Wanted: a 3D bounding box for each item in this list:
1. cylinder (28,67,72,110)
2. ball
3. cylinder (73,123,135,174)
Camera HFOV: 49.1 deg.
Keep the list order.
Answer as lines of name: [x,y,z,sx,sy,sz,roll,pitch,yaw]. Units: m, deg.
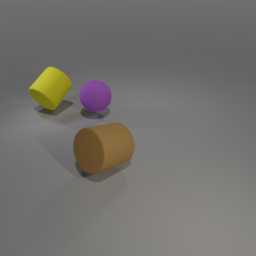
cylinder: [-3.483,-1.773,12.635,1.400,1.400,1.400,17,62,28]
ball: [-1.417,-1.396,12.238,1.400,1.400,1.400,0,29,0]
cylinder: [-0.745,0.596,8.800,1.400,1.400,1.400,23,21,35]
